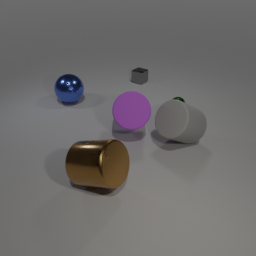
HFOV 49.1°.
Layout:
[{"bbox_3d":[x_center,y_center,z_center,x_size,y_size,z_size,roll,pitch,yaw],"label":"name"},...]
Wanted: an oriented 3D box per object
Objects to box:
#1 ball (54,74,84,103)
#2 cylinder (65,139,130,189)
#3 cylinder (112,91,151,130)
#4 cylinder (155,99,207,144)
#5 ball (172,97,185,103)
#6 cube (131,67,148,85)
[{"bbox_3d":[-2.816,-1.888,13.426,1.400,1.400,1.400,0,32,0],"label":"ball"},{"bbox_3d":[-0.898,1.056,8.377,1.400,1.400,1.400,-4,25,35],"label":"cylinder"},{"bbox_3d":[0.110,-0.688,10.679,1.400,1.400,1.400,-1,6,-2],"label":"cylinder"},{"bbox_3d":[1.935,-0.205,10.240,1.400,1.400,1.400,14,14,-47],"label":"cylinder"},{"bbox_3d":[2.275,-1.077,12.791,0.700,0.700,0.700,0,32,0],"label":"ball"},{"bbox_3d":[0.665,-2.925,15.728,0.700,0.700,0.700,22,37,31],"label":"cube"}]
